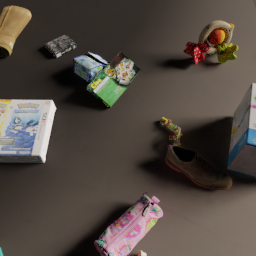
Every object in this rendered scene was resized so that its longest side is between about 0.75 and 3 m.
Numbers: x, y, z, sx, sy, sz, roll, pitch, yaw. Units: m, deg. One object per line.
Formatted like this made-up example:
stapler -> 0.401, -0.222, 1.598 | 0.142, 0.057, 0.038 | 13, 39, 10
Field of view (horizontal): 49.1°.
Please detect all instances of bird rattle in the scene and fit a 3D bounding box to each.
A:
bird rattle -> 3.719, -3.844, 12.460 | 2.300, 1.875, 1.296 | 4, 38, -8

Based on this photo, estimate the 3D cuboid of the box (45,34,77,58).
box -> -3.196, -3.910, 13.332 | 1.188, 0.258, 0.951 | -36, 63, -21

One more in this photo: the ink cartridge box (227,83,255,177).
ink cartridge box -> 4.743, 0.162, 9.614 | 1.890, 1.881, 2.576 | 15, 57, 8

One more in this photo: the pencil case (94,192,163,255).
pencil case -> 0.068, 2.965, 8.334 | 2.234, 0.977, 0.977 | -39, 64, -22

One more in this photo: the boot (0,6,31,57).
boot -> -6.387, -4.797, 13.558 | 2.597, 0.980, 2.965 | 12, 57, -8

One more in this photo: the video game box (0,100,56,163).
video game box -> -4.293, 0.057, 10.465 | 2.751, 0.644, 2.506 | 0, 54, 0

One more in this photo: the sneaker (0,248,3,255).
sneaker -> -4.079, 4.011, 7.889 | 0.808, 0.559, 1.338 | 33, 60, 31

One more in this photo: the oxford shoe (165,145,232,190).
oxford shoe -> 2.385, 1.328, 9.444 | 2.390, 0.894, 0.842 | 22, 59, 14

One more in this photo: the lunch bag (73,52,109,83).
lunch bag -> -1.514, -2.723, 12.232 | 1.368, 0.871, 1.163 | -29, 55, -35

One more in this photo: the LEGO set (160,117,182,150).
LEGO set -> 1.665, 0.069, 10.450 | 0.687, 0.556, 1.493 | -12, 57, 2

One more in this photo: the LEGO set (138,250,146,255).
LEGO set -> 0.443, 4.249, 7.852 | 0.663, 0.536, 1.441 | 1, 42, -42

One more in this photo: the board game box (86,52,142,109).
board game box -> -0.538, -2.054, 11.782 | 1.272, 0.285, 2.429 | 43, 62, -8
